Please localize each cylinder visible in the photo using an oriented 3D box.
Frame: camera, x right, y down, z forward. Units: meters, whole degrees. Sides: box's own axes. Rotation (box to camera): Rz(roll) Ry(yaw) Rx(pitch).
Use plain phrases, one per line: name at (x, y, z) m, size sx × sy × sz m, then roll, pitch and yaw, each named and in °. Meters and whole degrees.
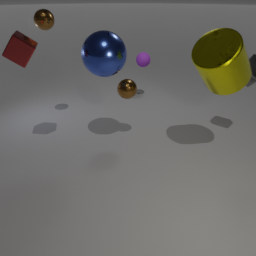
cylinder at (2.727, -1.887, 8.116) m, size 1.400 × 1.400 × 1.400 m, roll -16°, pitch 56°, yaw 26°

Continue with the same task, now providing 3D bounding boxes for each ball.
ball at (-0.737, -2.279, 8.655) m, size 1.400 × 1.400 × 1.400 m, roll 0°, pitch 27°, yaw 0°
ball at (-0.029, -1.359, 9.753) m, size 0.700 × 0.700 × 0.700 m, roll 0°, pitch 27°, yaw 0°
ball at (-2.899, -3.747, 9.692) m, size 0.700 × 0.700 × 0.700 m, roll 0°, pitch 27°, yaw 0°
ball at (0.743, -3.315, 13.597) m, size 0.700 × 0.700 × 0.700 m, roll 0°, pitch 27°, yaw 0°

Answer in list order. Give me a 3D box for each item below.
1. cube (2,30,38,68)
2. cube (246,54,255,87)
cube at (-3.162, -2.322, 8.239) m, size 0.700 × 0.700 × 0.700 m, roll 29°, pitch 20°, yaw -24°
cube at (4.258, -1.975, 9.682) m, size 0.700 × 0.700 × 0.700 m, roll 43°, pitch 79°, yaw 3°
